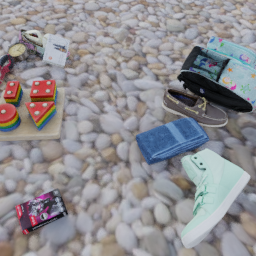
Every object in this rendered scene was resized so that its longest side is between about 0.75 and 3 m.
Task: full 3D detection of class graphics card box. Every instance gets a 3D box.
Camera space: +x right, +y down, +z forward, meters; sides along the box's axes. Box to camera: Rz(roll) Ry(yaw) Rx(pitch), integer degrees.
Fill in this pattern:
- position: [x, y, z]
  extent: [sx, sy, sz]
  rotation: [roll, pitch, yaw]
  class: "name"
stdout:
- position: [-2.108, 2.024, 6.863]
  extent: [1.116, 0.284, 0.700]
  rotation: [-20, 53, -17]
  class: "graphics card box"

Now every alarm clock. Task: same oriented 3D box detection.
- position: [-4.126, -2.932, 10.832]
  extent: [1.153, 0.384, 0.778]
  rotation: [-3, 60, 8]
  class: "alarm clock"

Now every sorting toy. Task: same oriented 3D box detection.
- position: [-3.150, -0.650, 8.781]
  extent: [2.083, 0.725, 2.071]
  rotation: [-2, 51, -2]
  class: "sorting toy"

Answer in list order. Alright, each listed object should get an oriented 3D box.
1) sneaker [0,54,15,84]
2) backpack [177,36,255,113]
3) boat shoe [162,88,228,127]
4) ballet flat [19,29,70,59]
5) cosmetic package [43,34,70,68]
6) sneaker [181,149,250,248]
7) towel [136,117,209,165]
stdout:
- position: [-4.765, -1.972, 9.974]
  extent: [0.661, 0.714, 1.772]
  rotation: [0, 41, 21]
  class: "sneaker"
- position: [3.003, -1.505, 8.515]
  extent: [2.354, 2.090, 1.772]
  rotation: [36, 93, 24]
  class: "backpack"
- position: [2.125, -0.674, 8.858]
  extent: [2.148, 0.639, 0.772]
  rotation: [22, 54, 17]
  class: "boat shoe"
- position: [-3.357, -3.346, 10.944]
  extent: [2.332, 0.830, 0.806]
  rotation: [22, 48, 16]
  class: "ballet flat"
- position: [-2.670, -2.877, 10.446]
  extent: [0.794, 0.272, 1.053]
  rotation: [12, 80, -18]
  class: "cosmetic package"
- position: [1.674, 1.545, 6.788]
  extent: [1.564, 0.976, 2.652]
  rotation: [38, 50, 21]
  class: "sneaker"
- position: [1.270, 0.298, 8.166]
  extent: [1.949, 0.473, 1.088]
  rotation: [-19, 52, -15]
  class: "towel"
